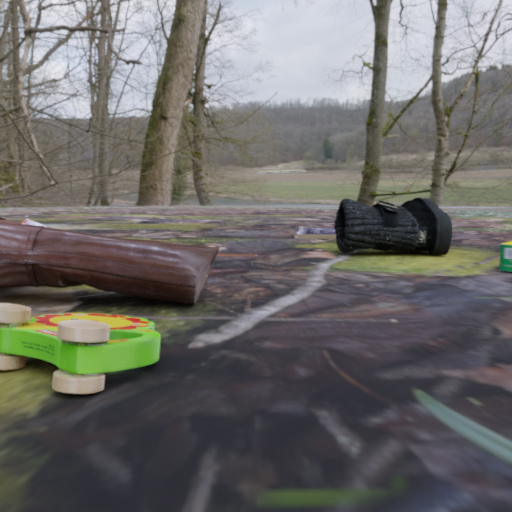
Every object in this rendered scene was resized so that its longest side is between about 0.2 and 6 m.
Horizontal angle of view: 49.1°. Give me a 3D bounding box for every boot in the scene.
[{"bbox_3d":[-2.075,0.068,7.310,3.092,0.993,2.881,2,6,-8],"label":"boot"},{"bbox_3d":[2.859,-0.731,12.524,2.268,1.141,3.033,2,8,3],"label":"boot"}]

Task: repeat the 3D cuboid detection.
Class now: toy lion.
[{"bbox_3d":[-1.319,0.652,4.470,1.434,0.492,1.374,5,1,35],"label":"toy lion"}]

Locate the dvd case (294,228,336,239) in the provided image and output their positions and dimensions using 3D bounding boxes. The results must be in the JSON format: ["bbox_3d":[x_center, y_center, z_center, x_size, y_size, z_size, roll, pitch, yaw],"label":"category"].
[{"bbox_3d":[2.197,-0.660,16.383,2.085,0.167,1.550,0,10,7],"label":"dvd case"}]

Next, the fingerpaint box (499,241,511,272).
[{"bbox_3d":[4.862,0.039,9.178,1.339,0.491,1.117,7,10,42],"label":"fingerpaint box"}]

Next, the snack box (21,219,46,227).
[{"bbox_3d":[-3.609,-0.201,9.789,0.922,0.312,2.564,44,-15,-25],"label":"snack box"}]
